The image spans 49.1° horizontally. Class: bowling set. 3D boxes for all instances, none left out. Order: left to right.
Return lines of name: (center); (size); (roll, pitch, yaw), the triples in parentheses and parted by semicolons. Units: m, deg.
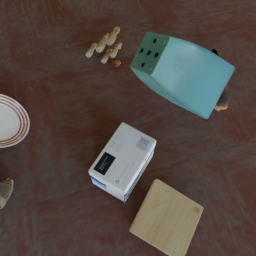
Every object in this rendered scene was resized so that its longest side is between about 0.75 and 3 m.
bowling set: (-0.838, -3.560, 12.859); (2.005, 1.395, 1.076); (-11, 45, 43)

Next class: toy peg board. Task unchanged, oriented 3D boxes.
toy peg board: (1.199, 3.049, 9.368); (1.888, 0.927, 1.896); (32, 66, -1)

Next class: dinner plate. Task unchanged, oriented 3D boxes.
dinner plate: (-5.118, -0.295, 10.869); (2.484, 0.301, 2.484); (22, 47, -25)

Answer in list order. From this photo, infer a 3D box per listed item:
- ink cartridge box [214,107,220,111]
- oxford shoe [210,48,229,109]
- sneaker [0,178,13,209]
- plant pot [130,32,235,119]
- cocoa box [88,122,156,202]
ink cartridge box: (3.703, -1.142, 11.936); (0.780, 0.170, 0.677); (39, 52, 20)
oxford shoe: (3.694, -2.115, 11.858); (1.022, 1.041, 2.871); (-1, 59, -14)
sneaker: (-5.520, 2.036, 9.896); (2.972, 1.047, 1.122); (14, 43, 4)
plant pot: (1.584, -1.843, 9.100); (1.927, 2.728, 1.928); (37, 103, 50)
cocoa box: (-0.164, 1.220, 9.920); (1.448, 1.424, 2.171); (28, 65, 14)
